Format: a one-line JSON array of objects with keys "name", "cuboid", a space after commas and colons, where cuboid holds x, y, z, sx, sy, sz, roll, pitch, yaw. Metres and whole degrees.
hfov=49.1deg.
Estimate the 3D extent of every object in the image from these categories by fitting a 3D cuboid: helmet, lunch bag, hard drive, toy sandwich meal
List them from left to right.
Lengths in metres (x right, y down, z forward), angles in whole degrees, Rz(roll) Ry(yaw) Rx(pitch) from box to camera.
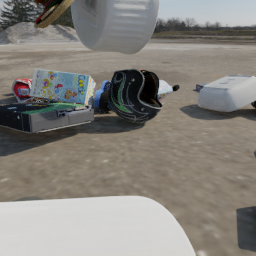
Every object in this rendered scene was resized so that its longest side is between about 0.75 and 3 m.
[{"name": "hard drive", "cuboid": [-2.658, -0.410, 8.212, 2.884, 0.546, 2.015, 8, 16, 42]}, {"name": "toy sandwich meal", "cuboid": [-1.687, -3.048, 6.363, 1.791, 0.613, 1.791, -30, 37, 26]}, {"name": "helmet", "cuboid": [0.226, -0.969, 8.755, 1.705, 1.626, 1.705, -2, 6, 0]}, {"name": "lunch bag", "cuboid": [0.705, -1.354, 10.744, 1.587, 1.009, 1.346, 4, 16, 39]}]

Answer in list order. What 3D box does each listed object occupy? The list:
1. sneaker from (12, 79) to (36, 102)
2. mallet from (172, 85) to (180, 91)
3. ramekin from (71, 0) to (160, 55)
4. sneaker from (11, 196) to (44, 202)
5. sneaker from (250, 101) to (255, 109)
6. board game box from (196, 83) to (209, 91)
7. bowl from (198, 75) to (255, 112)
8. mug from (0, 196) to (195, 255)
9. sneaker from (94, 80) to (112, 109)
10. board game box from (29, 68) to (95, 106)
[{"name": "sneaker", "cuboid": [-3.420, -1.529, 11.163, 2.810, 1.001, 1.580, 5, 16, 34]}, {"name": "mallet", "cuboid": [1.847, -1.972, 13.513, 1.322, 0.272, 0.435, 9, 22, 34]}, {"name": "ramekin", "cuboid": [-0.481, -3.229, 7.213, 1.288, 2.643, 2.643, -11, 23, -30]}, {"name": "sneaker", "cuboid": [-1.508, 1.687, 2.789, 1.310, 0.816, 2.444, 17, 30, 36]}, {"name": "sneaker", "cuboid": [5.536, -0.778, 9.542, 2.383, 0.871, 1.333, -4, 22, 14]}, {"name": "board game box", "cuboid": [4.026, -1.812, 12.993, 1.036, 0.265, 1.530, -8, 22, -19]}, {"name": "bowl", "cuboid": [3.692, -1.356, 10.133, 2.002, 0.747, 1.999, -23, 20, -17]}, {"name": "mug", "cuboid": [-0.528, 1.326, 1.823, 1.679, 1.638, 2.045, 18, 18, -34]}, {"name": "sneaker", "cuboid": [-0.662, -1.232, 10.795, 0.918, 0.827, 2.358, 12, 24, 1]}, {"name": "board game box", "cuboid": [-2.296, -1.382, 10.015, 1.981, 1.039, 1.020, 9, -6, 6]}]
